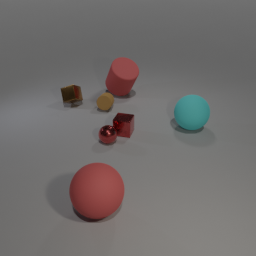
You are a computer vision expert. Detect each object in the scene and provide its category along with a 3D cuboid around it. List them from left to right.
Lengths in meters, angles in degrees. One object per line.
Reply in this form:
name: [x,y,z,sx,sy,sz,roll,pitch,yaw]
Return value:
cube: [-2.649,-1.590,13.233,0.700,0.700,0.700,-14,-5,20]
ball: [-0.788,1.590,7.168,1.400,1.400,1.400,0,29,0]
cylinder: [-1.033,-1.230,12.907,0.700,0.700,0.700,4,18,7]
ball: [-0.746,0.237,10.361,0.700,0.700,0.700,0,29,0]
cylinder: [-0.309,-2.556,14.024,1.400,1.400,1.400,8,60,-15]
cube: [-0.168,-0.118,11.013,0.700,0.700,0.700,8,30,13]
ball: [2.533,-0.618,11.116,1.400,1.400,1.400,0,29,0]
